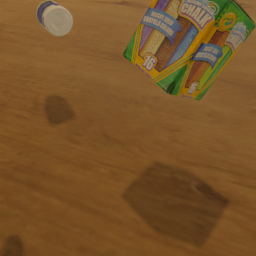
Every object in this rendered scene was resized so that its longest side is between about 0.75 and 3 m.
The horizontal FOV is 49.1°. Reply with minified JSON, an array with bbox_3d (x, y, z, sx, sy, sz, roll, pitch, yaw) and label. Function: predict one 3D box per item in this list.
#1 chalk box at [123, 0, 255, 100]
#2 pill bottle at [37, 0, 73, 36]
[{"bbox_3d":[1.163,-1.712,4.780,1.306,2.099,1.300,0,40,-50],"label":"chalk box"},{"bbox_3d":[-2.027,-2.994,7.532,0.734,0.734,1.323,-18,38,-21],"label":"pill bottle"}]
